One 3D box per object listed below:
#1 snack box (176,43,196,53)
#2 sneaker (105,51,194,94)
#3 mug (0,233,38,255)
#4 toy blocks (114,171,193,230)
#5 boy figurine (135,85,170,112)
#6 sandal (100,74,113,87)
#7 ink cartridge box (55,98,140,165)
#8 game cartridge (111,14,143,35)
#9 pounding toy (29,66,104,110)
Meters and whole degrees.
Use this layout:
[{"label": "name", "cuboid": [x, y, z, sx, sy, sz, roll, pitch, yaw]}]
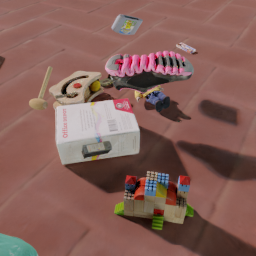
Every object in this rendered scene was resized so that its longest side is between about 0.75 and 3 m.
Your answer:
[{"label": "snack box", "cuboid": [2.966, -4.102, 14.348, 0.365, 0.124, 1.016, -27, 48, -27]}, {"label": "sneaker", "cuboid": [0.685, -1.640, 8.883, 2.711, 1.293, 1.071, 3, 47, 13]}, {"label": "mug", "cuboid": [-2.410, 2.854, 5.213, 1.429, 1.899, 2.312, 17, 40, 1]}, {"label": "toy blocks", "cuboid": [0.680, 1.668, 6.929, 2.032, 1.389, 1.015, 6, 42, 8]}, {"label": "boy figurine", "cuboid": [0.753, -1.369, 10.926, 1.185, 0.614, 1.907, -30, 48, -19]}, {"label": "sandal", "cuboid": [-0.676, -2.158, 11.988, 1.281, 0.366, 0.509, -31, 50, -30]}, {"label": "ink cartridge box", "cuboid": [-0.992, 0.051, 8.993, 2.456, 1.051, 1.813, -8, 42, -6]}, {"label": "game cartridge", "cuboid": [-0.045, -3.936, 10.761, 1.133, 0.756, 0.229, -6, 63, -39]}, {"label": "pounding toy", "cuboid": [-2.002, -1.398, 10.166, 1.642, 1.648, 2.873, 21, 46, 28]}]
